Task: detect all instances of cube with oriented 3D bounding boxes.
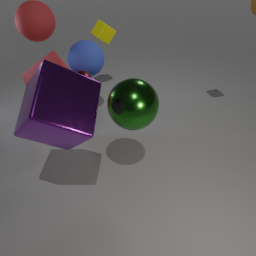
[{"bbox_3d":[-1.618,-0.440,6.461,1.400,1.400,1.400,19,65,-29],"label":"cube"},{"bbox_3d":[-2.500,-1.480,9.570,1.400,1.400,1.400,-38,47,2],"label":"cube"},{"bbox_3d":[-1.105,-4.323,12.624,0.700,0.700,0.700,18,21,-46],"label":"cube"}]

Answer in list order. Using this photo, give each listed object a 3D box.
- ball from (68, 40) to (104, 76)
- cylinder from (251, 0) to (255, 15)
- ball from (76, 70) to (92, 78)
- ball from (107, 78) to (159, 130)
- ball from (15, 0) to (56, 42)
[{"bbox_3d":[-1.611,-2.657,10.776,1.400,1.400,1.400,0,34,0],"label":"ball"},{"bbox_3d":[4.687,-4.233,9.519,0.700,0.700,0.700,-12,35,-12],"label":"cylinder"},{"bbox_3d":[-1.416,-1.399,8.534,0.700,0.700,0.700,0,34,0],"label":"ball"},{"bbox_3d":[0.137,-0.635,7.561,1.400,1.400,1.400,0,34,0],"label":"ball"},{"bbox_3d":[-3.335,-3.845,10.099,1.400,1.400,1.400,0,34,0],"label":"ball"}]
